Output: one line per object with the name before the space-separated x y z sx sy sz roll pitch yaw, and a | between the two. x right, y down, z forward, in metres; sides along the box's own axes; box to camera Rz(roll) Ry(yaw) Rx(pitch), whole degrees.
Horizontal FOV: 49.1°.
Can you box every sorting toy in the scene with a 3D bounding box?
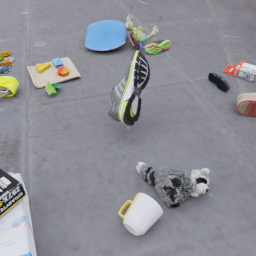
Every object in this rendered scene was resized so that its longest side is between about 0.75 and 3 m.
sorting toy | -3.252 -2.401 12.619 2.106 0.419 2.849 -17 44 -19

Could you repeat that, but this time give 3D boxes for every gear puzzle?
gear puzzle | -6.170 -3.314 13.751 1.113 0.281 2.149 -3 42 -3

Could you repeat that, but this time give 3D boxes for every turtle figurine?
turtle figurine | 0.728 -5.482 14.900 1.647 2.289 2.220 -12 28 -11

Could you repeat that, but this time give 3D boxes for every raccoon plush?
raccoon plush | 1.398 1.303 8.121 1.397 1.009 2.085 -18 44 -30

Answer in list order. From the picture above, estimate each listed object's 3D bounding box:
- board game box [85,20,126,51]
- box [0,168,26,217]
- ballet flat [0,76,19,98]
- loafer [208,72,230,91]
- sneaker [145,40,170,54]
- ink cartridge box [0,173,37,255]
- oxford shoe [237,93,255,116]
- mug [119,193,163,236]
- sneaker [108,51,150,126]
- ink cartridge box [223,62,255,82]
board game box | -1.170 -4.900 15.322 2.156 0.531 2.728 -2 53 4
box | -3.729 1.464 6.327 2.178 0.537 1.739 23 44 27
ballet flat | -5.963 -1.551 11.345 2.916 0.974 0.977 -6 55 -9
loafer | 4.071 -2.053 12.207 0.485 0.489 1.343 -11 44 -18
sneaker | 1.488 -4.258 14.707 1.537 0.590 0.644 -19 29 -26
ink cartridge box | -3.250 2.673 6.270 2.137 1.252 2.957 -14 44 -16
oxford shoe | 5.544 -0.967 10.627 2.704 0.957 0.998 9 40 10
mug | 0.285 2.289 7.239 0.830 1.036 0.850 44 61 -1
sneaker | -0.043 -1.395 9.375 1.055 0.963 2.607 8 75 37
ink cartridge box | 5.279 -2.697 12.973 1.519 0.383 0.828 26 48 25
